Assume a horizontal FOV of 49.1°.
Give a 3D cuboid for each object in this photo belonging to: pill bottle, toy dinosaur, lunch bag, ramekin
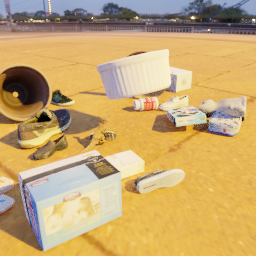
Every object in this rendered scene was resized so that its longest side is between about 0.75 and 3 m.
[{"bbox_3d":[0.785,-1.052,12.432,1.019,0.572,0.572,-7,25,-15],"label":"pill bottle"},{"bbox_3d":[-1.018,0.335,9.225,0.765,1.441,0.435,31,-3,-32],"label":"toy dinosaur"},{"bbox_3d":[3.640,-0.209,10.599,1.142,0.539,1.425,10,27,26],"label":"lunch bag"},{"bbox_3d":[0.253,-1.693,9.097,2.376,1.158,2.376,-12,10,2],"label":"ramekin"}]

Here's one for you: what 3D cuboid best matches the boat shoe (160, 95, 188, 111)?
[{"bbox_3d":[2.114,-1.194,12.742,1.624,0.567,0.576,-14,27,-28],"label":"boat shoe"}]

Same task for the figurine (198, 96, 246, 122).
[{"bbox_3d":[3.666,-0.730,10.970,1.752,0.773,1.795,1,-6,21],"label":"figurine"}]

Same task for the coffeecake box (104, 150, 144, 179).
[{"bbox_3d":[-0.172,1.050,7.934,1.023,0.374,0.785,-13,27,-27],"label":"coffeecake box"}]

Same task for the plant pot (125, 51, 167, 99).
[{"bbox_3d":[0.779,-2.506,13.308,2.473,2.473,0.340,6,36,12],"label":"plant pot"}]

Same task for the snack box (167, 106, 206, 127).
[{"bbox_3d":[2.202,-0.476,10.849,1.102,0.352,1.896,-8,13,0],"label":"snack box"}]

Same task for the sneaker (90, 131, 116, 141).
[{"bbox_3d":[-0.867,0.230,9.820,0.927,0.363,0.417,0,21,0],"label":"sneaker"}]

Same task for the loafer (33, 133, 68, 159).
[{"bbox_3d":[-2.469,0.574,8.886,0.475,0.471,1.304,15,29,29],"label":"loafer"}]

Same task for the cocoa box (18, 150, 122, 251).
[{"bbox_3d":[-1.186,1.442,5.986,1.836,1.225,1.205,-15,28,-31],"label":"cocoa box"}]

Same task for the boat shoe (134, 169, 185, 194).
[{"bbox_3d":[0.803,1.277,7.279,1.356,0.489,0.481,-10,30,-17],"label":"boat shoe"}]

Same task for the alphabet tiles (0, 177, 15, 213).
[{"bbox_3d":[-4.052,1.779,6.532,2.500,0.187,2.556,13,27,25],"label":"alphabet tiles"}]

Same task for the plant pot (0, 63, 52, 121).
[{"bbox_3d":[-4.597,-1.430,11.764,2.307,2.307,2.012,-15,10,-30],"label":"plant pot"}]

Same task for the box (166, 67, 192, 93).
[{"bbox_3d":[2.401,-2.798,15.822,1.263,0.990,2.031,-18,30,-34],"label":"box"}]

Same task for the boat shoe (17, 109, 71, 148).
[{"bbox_3d":[-2.912,-0.234,10.136,1.047,0.927,2.860,6,25,13],"label":"boat shoe"}]

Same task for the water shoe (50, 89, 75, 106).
[{"bbox_3d":[-3.288,-1.465,13.229,1.686,0.665,0.603,12,27,25],"label":"water shoe"}]
